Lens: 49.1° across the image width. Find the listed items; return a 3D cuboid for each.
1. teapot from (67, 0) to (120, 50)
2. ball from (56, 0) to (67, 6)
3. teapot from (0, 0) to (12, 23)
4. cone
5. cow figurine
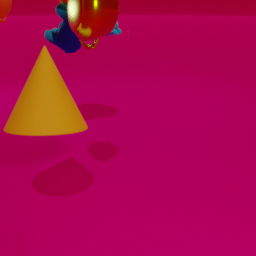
[{"bbox_3d":[-0.422,-1.659,3.801,0.666,1.360,0.846,-7,51,-28],"label":"teapot"},{"bbox_3d":[-1.106,-3.129,5.597,1.307,1.307,1.307,0,24,0],"label":"ball"},{"bbox_3d":[-3.037,-2.895,6.241,0.763,1.228,0.601,-26,-2,22],"label":"teapot"},{"bbox_3d":[-1.181,-0.570,4.032,1.180,1.185,1.180,1,9,0],"label":"cone"},{"bbox_3d":[-1.024,-2.302,6.597,1.500,1.524,0.837,34,28,-5],"label":"cow figurine"}]
